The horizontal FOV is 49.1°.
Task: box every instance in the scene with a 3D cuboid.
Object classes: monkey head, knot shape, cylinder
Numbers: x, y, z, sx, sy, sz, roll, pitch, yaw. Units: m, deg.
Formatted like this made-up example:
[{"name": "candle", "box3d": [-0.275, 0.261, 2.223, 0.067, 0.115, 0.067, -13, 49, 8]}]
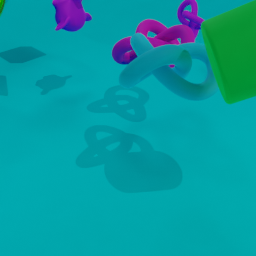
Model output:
[{"name": "monkey head", "box3d": [-1.400, -3.087, 7.418, 1.113, 0.932, 1.547, -8, 24, 32]}, {"name": "knot shape", "box3d": [0.582, -1.053, 4.759, 1.851, 0.855, 1.732, 25, 28, 31]}, {"name": "knot shape", "box3d": [2.031, -3.348, 8.913, 0.591, 1.196, 1.279, -22, 49, 5]}, {"name": "knot shape", "box3d": [0.758, -1.957, 6.782, 2.007, 0.928, 1.878, -32, 41, -27]}, {"name": "cylinder", "box3d": [1.700, -1.040, 3.663, 1.172, 1.172, 1.172, -18, 35, 16]}]

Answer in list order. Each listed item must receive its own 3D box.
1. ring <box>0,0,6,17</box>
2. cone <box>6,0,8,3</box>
[{"name": "ring", "box3d": [-2.825, -2.725, 5.368, 0.325, 1.625, 1.625, 13, 39, 1]}, {"name": "cone", "box3d": [-2.874, -3.330, 6.441, 1.346, 1.341, 1.341, 29, 46, 30]}]
